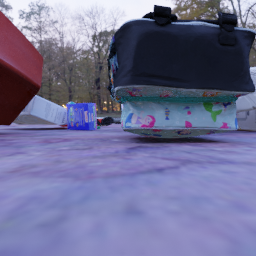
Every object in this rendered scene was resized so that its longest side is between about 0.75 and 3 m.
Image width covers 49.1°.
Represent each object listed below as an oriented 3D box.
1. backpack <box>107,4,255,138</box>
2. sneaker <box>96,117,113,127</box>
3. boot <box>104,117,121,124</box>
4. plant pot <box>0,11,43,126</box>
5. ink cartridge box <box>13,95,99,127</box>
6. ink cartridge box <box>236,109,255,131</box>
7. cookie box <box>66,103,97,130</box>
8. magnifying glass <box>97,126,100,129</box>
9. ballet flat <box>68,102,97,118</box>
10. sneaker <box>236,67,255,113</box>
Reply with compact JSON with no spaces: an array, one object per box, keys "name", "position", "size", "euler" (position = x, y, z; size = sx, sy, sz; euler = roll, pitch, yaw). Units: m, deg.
[{"name":"backpack","position":[0.671,-0.706,4.513],"size":[2.050,1.738,2.309],"euler":[1,5,-7]},{"name":"sneaker","position":[-1.104,-0.192,10.348],"size":[1.112,0.391,0.520],"euler":[-3,-11,-9]},{"name":"boot","position":[-0.628,-0.390,15.769],"size":[1.133,0.452,1.246],"euler":[-5,11,-44]},{"name":"plant pot","position":[-2.926,-1.196,5.958],"size":[1.741,1.976,1.974],"euler":[30,-59,-34]},{"name":"ink cartridge box","position":[-2.523,-0.224,8.883],"size":[2.103,0.621,2.628],"euler":[0,-19,39]},{"name":"ink cartridge box","position":[3.609,-0.433,7.851],"size":[1.696,0.983,2.913],"euler":[-1,4,-22]},{"name":"cookie box","position":[-1.298,-0.311,7.818],"size":[0.876,0.750,0.329],"euler":[2,7,37]},{"name":"magnifying glass","position":[-1.306,-0.004,8.446],"size":[1.000,0.112,0.398],"euler":[1,1,-30]},{"name":"ballet flat","position":[-2.427,-0.707,14.825],"size":[1.869,0.649,0.649],"euler":[33,-7,-15]},{"name":"sneaker","position":[2.090,-0.637,6.877],"size":[2.963,1.142,1.213],"euler":[-10,4,34]}]
